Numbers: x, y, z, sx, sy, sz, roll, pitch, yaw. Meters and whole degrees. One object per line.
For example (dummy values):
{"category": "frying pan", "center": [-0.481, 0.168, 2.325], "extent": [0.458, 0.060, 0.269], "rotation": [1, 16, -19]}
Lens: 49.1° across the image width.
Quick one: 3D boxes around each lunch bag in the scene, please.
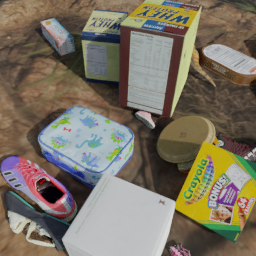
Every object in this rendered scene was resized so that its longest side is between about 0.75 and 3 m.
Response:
{"category": "lunch bag", "center": [-1.268, 0.527, 8.444], "extent": [2.545, 1.049, 2.046], "rotation": [25, 51, 21]}

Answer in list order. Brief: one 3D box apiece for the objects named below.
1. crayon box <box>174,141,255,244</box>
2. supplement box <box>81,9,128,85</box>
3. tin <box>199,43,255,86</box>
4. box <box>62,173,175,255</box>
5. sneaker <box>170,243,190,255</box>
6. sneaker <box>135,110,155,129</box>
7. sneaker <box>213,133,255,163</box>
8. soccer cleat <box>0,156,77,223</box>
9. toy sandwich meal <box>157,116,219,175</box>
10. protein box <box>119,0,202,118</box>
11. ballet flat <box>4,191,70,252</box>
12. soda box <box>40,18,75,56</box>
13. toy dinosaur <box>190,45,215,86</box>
{"category": "crayon box", "center": [2.312, 1.544, 7.028], "extent": [1.653, 0.558, 1.916], "rotation": [25, 91, 25]}
{"category": "supplement box", "center": [-0.843, -3.223, 11.168], "extent": [1.409, 2.096, 2.098], "rotation": [7, 48, 5]}
{"category": "tin", "center": [4.294, -2.755, 11.857], "extent": [1.565, 0.585, 2.794], "rotation": [-36, 57, -24]}
{"category": "box", "center": [-0.131, 2.417, 6.325], "extent": [1.857, 1.591, 1.848], "rotation": [20, 50, 17]}
{"category": "sneaker", "center": [1.383, 3.077, 6.638], "extent": [0.390, 0.323, 0.818], "rotation": [-22, 51, -34]}
{"category": "sneaker", "center": [0.709, -0.371, 9.758], "extent": [0.471, 0.339, 0.901], "rotation": [-33, 53, -24]}
{"category": "sneaker", "center": [3.473, 0.544, 8.549], "extent": [2.452, 0.928, 1.416], "rotation": [-18, 47, -15]}
{"category": "soccer cleat", "center": [-2.520, 1.431, 7.620], "extent": [2.820, 1.032, 0.962], "rotation": [31, 55, 26]}
{"category": "toy sandwich meal", "center": [1.847, 0.471, 8.601], "extent": [2.058, 0.705, 2.058], "rotation": [-22, 38, 18]}
{"category": "protein box", "center": [1.086, -2.519, 9.764], "extent": [1.965, 2.913, 2.892], "rotation": [15, 42, 13]}
{"category": "ballet flat", "center": [-2.396, 2.354, 6.974], "extent": [2.290, 0.836, 0.836], "rotation": [23, 51, 17]}
{"category": "soda box", "center": [-3.310, -4.305, 13.138], "extent": [0.766, 0.712, 2.239], "rotation": [-25, 53, -22]}
{"category": "toy dinosaur", "center": [2.635, -2.961, 11.802], "extent": [1.554, 0.884, 2.925], "rotation": [-2, 48, -3]}
